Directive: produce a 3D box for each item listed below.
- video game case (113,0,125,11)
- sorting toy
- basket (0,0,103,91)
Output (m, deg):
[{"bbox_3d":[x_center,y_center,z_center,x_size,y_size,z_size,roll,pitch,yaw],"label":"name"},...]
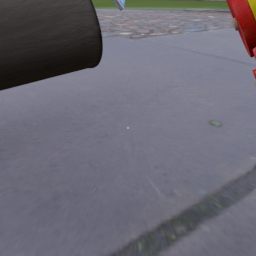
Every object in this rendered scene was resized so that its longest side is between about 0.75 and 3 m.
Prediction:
[{"bbox_3d":[-0.347,-2.931,5.460,0.108,0.976,0.888,-18,49,27],"label":"video game case"},{"bbox_3d":[1.597,-0.453,2.579,0.735,2.111,2.098,-22,43,24],"label":"sorting toy"},{"bbox_3d":[-1.678,-1.194,3.328,2.101,1.894,1.429,-32,-2,-29],"label":"basket"}]
